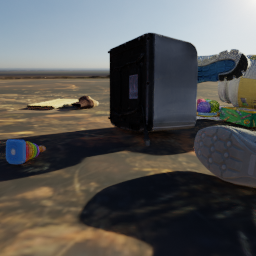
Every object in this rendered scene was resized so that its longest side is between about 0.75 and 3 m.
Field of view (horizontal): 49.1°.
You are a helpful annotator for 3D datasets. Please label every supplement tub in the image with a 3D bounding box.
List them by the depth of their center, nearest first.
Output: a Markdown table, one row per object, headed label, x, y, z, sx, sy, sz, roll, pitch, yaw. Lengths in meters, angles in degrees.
| label | x | y | z | sx | sy | sz | roll | pitch | yaw |
| --- | --- | --- | --- | --- | --- | --- | --- | --- | --- |
| supplement tub | 4.701 | -1.435 | 9.485 | 2.730 | 1.985 | 1.985 | 19 | 21 | 40 |

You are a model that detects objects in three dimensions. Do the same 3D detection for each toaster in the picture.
| label | x | y | z | sx | sy | sz | roll | pitch | yaw |
| --- | --- | --- | --- | --- | --- | --- | --- | --- | --- |
| toaster | 0.534 | -1.001 | 7.453 | 1.558 | 2.626 | 2.374 | -2 | 5 | -26 |

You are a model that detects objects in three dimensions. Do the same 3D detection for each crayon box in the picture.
| label | x | y | z | sx | sy | sz | roll | pitch | yaw |
| --- | --- | --- | --- | --- | --- | --- | --- | --- | --- |
| crayon box | 3.695 | -0.365 | 8.774 | 0.876 | 0.430 | 1.475 | -1 | 12 | -19 |

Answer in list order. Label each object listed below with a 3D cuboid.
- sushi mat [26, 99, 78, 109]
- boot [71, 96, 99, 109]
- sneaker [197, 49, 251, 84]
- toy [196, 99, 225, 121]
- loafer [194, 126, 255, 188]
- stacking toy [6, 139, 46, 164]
| label | x | y | z | sx | sy | sz | roll | pitch | yaw |
| --- | --- | --- | --- | --- | --- | --- | --- | --- | --- |
| sushi mat | -3.334 | -1.155 | 13.158 | 1.355 | 0.171 | 2.833 | 3 | 12 | 16 |
| boot | -2.076 | -1.146 | 12.391 | 1.312 | 0.475 | 1.092 | 15 | 17 | 40 |
| sneaker | 2.248 | -1.708 | 8.228 | 2.670 | 1.001 | 1.157 | 6 | 14 | 36 |
| toy | 2.928 | -0.800 | 10.527 | 1.437 | 0.589 | 2.495 | 3 | 12 | 17 |
| loafer | 1.990 | 0.496 | 4.108 | 0.857 | 0.859 | 2.457 | 6 | 10 | -31 |
| stacking toy | -1.883 | 0.431 | 5.356 | 0.471 | 0.445 | 0.812 | 0 | 0 | 25 |
